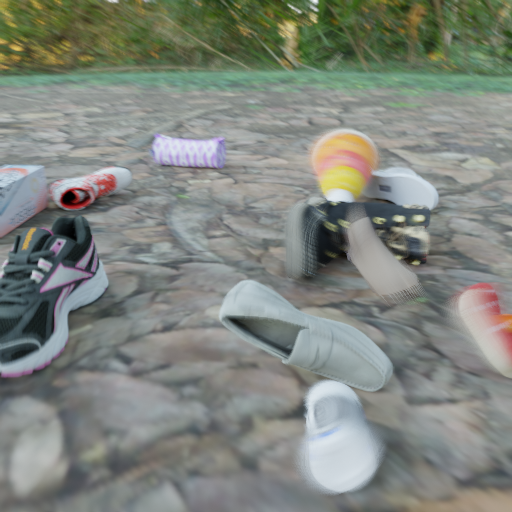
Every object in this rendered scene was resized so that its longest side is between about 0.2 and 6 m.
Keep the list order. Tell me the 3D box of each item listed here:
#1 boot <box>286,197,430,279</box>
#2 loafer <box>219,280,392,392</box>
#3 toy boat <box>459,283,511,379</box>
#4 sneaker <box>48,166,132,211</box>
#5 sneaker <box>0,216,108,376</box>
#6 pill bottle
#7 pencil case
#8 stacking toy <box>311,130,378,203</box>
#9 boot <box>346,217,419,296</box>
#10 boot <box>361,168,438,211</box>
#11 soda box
[{"bbox_3d":[1.710,-0.316,9.224,2.177,1.058,2.891,5,16,15],"label":"boot"},{"bbox_3d":[0.515,0.970,6.130,2.003,0.701,0.699,25,32,8],"label":"loafer"},{"bbox_3d":[2.888,0.770,6.427,0.752,0.751,1.150,-36,45,18],"label":"toy boat"},{"bbox_3d":[-3.592,-1.481,12.525,1.932,0.645,1.035,-15,28,-24],"label":"sneaker"},{"bbox_3d":[-2.940,0.338,7.266,1.218,1.309,3.032,0,23,4],"label":"sneaker"},{"bbox_3d":[0.742,1.606,5.146,0.557,0.557,0.979,1,18,3],"label":"pill bottle"},{"bbox_3d":[-1.869,-2.923,15.672,2.045,0.874,0.858,6,17,12],"label":"pencil case"},{"bbox_3d":[1.841,-1.591,11.780,1.448,1.448,1.982,3,44,7],"label":"stacking toy"},{"bbox_3d":[1.619,-0.022,7.607,0.503,1.046,1.431,-22,-1,-13],"label":"boot"},{"bbox_3d":[3.400,-1.591,12.502,1.065,0.820,2.229,-20,29,-27],"label":"boot"},{"bbox_3d":[-5.113,-1.044,11.039,0.874,0.940,2.749,2,23,4],"label":"soda box"}]
